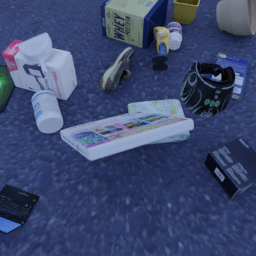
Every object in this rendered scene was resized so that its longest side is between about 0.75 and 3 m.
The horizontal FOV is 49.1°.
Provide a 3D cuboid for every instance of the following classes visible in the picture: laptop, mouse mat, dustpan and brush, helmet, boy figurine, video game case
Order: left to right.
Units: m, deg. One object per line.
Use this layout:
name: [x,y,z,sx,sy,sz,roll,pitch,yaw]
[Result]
mouse mat: [-5.739,-1.707,11.559,2.158,0.101,2.682,4,55,3]
laptop: [-3.574,2.325,8.218,1.257,0.733,1.419,16,56,11]
dustpan and brush: [-3.136,-2.534,9.886,1.182,0.485,1.694,-24,55,-3]
video game case: [-0.159,0.061,7.983,2.985,0.354,2.717,-15,15,-24]
boy figurine: [1.424,-3.628,12.065,0.757,1.460,2.349,-1,58,8]
helmet: [2.283,-1.090,8.193,1.584,1.510,1.584,5,54,-7]

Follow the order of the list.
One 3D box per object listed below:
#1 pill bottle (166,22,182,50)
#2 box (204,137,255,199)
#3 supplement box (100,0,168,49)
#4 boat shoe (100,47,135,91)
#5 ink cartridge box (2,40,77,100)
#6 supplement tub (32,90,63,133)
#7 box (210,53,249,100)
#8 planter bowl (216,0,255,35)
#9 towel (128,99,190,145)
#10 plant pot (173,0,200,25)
pill bottle: [2.128,-4.246,12.992,0.747,0.747,1.249,3,54,2]
box: [3.475,1.246,8.970,1.350,0.772,1.482,-22,57,-15]
supplement box: [0.332,-5.363,13.260,2.384,1.602,2.386,23,57,16]
boat shoe: [-0.274,-2.381,11.636,0.807,0.911,2.490,29,61,6]
ink cartridge box: [-3.354,-2.240,10.914,2.377,1.721,1.002,16,56,11]
supplement tub: [-2.954,-0.611,10.239,0.920,0.920,1.394,-17,55,-12]
box: [4.209,-2.207,11.733,1.365,0.365,2.253,18,57,12]
planter bowl: [5.070,-5.397,13.180,1.490,2.213,2.213,0,48,35]
towel: [1.064,-0.271,10.252,2.072,0.499,1.774,-5,55,-4]
plant pot: [2.867,-5.877,13.885,1.180,1.215,1.188,14,54,10]
